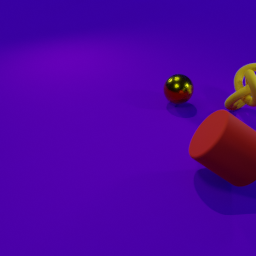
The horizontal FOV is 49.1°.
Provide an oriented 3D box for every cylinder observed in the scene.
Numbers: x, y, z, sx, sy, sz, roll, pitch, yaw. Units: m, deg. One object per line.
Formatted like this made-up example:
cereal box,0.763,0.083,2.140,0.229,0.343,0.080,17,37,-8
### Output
cylinder,2.269,0.454,6.315,1.288,1.288,1.288,33,37,-9

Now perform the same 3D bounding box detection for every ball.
ball,1.655,-1.275,9.185,0.993,0.993,0.993,0,36,0

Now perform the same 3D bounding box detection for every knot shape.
knot shape,3.643,-1.211,8.462,0.781,1.689,1.581,25,13,2
